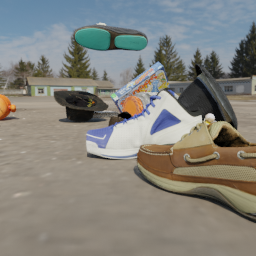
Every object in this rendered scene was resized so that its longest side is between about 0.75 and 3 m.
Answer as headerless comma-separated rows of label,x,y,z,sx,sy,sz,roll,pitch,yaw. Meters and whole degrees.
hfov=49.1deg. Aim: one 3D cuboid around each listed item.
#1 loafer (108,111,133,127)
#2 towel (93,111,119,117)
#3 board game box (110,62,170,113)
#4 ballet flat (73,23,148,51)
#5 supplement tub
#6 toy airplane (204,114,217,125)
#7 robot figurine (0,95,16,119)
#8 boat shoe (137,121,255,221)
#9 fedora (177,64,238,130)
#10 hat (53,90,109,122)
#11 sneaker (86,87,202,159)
loafer,0.045,-0.152,8.550,0.745,0.728,2.040,3,7,22
towel,-1.602,-0.800,15.673,1.966,0.339,1.303,-2,8,-19
board game box,0.584,-1.404,11.442,2.361,1.598,0.407,-37,52,-3
ballet flat,-0.679,-3.630,11.174,2.947,1.076,1.076,1,6,-12
supplement tub,0.959,-0.737,10.990,2.175,1.333,1.333,-6,9,-35
toy airplane,2.144,0.011,7.138,1.055,0.748,1.059,-1,6,-16
robot figurine,-6.357,-1.014,13.525,1.573,1.276,2.187,40,-3,-14
boat shoe,1.101,0.362,3.422,0.937,0.915,2.478,-6,9,-40
fedora,2.483,-0.764,9.442,1.312,2.874,2.874,-30,2,11
hat,-2.232,-0.895,12.733,2.589,1.044,2.589,17,23,-7
sneaker,0.413,-0.117,5.557,2.376,1.372,0.960,1,6,6
